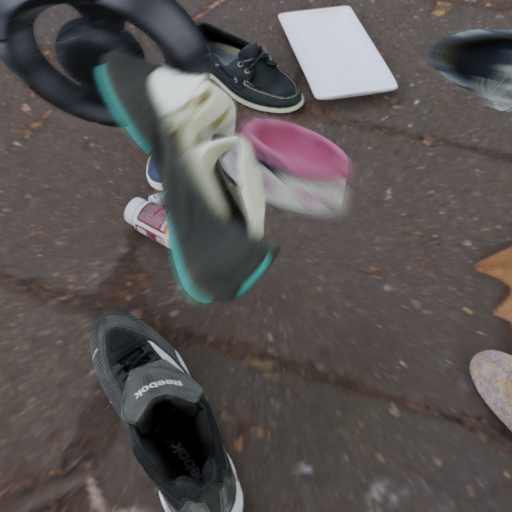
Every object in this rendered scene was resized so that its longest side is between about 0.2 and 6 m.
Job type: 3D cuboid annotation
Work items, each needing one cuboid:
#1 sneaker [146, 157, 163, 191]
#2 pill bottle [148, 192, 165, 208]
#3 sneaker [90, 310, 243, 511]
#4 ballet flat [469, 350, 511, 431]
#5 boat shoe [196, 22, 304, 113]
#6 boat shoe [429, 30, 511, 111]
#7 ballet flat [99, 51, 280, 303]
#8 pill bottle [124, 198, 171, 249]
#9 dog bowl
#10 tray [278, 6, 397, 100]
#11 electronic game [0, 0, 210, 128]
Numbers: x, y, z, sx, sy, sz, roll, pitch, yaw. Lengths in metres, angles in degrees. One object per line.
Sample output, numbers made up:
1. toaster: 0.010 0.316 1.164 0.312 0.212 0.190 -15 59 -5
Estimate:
1. sneaker: -1.437 -2.118 9.727 0.859 0.969 2.293 2 47 1
2. pill bottle: -1.504 -0.929 9.321 0.510 0.290 0.290 -22 55 -27
3. sneaker: -1.148 1.653 6.579 1.067 1.453 3.212 -25 56 -19
4. ballet flat: 3.787 2.071 6.557 0.989 0.977 2.907 -28 57 -20
5. boat shoe: -0.233 -3.861 11.191 1.084 0.961 2.900 -35 60 -24
6. boat shoe: 3.063 -2.143 6.407 0.803 0.972 2.595 1 29 -28
7. ballet flat: -0.532 -0.935 5.080 0.961 0.955 2.809 -32 71 20
8. pill bottle: -1.593 -0.539 8.876 0.931 0.531 0.531 28 57 20
9. dog bowl: 0.375 -1.039 6.262 1.444 0.532 1.444 16 31 -10
10. tray: 1.641 -4.294 11.921 1.725 0.356 3.212 -9 52 -8
11. electronic game: -1.905 -2.478 6.898 2.698 2.698 0.561 5 66 4
